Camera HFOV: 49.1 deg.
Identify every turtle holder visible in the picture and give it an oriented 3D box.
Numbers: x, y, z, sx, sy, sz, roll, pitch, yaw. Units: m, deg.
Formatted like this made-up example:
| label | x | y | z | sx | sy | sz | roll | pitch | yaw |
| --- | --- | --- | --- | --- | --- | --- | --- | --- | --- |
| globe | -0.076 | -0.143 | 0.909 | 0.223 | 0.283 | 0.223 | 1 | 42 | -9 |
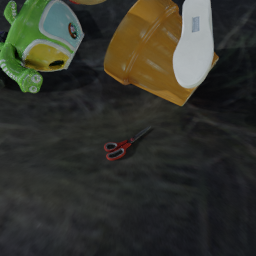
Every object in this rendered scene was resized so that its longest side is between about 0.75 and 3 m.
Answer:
| label | x | y | z | sx | sy | sz | roll | pitch | yaw |
| --- | --- | --- | --- | --- | --- | --- | --- | --- | --- |
| turtle holder | -2.241 | -2.341 | 7.315 | 1.834 | 1.962 | 2.582 | 28 | 32 | -18 |

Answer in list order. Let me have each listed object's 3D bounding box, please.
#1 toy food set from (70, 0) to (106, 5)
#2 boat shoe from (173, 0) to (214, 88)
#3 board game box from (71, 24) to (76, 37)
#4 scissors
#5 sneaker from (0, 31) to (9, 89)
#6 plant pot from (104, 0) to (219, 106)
| label | x | y | z | sx | sy | sz | roll | pitch | yaw |
| --- | --- | --- | --- | --- | --- | --- | --- | --- | --- |
| toy food set | -1.161 | -4.220 | 7.218 | 2.160 | 2.138 | 0.525 | 3 | 49 | 2 |
| boat shoe | 1.237 | -1.524 | 5.158 | 0.694 | 0.660 | 1.927 | -6 | 66 | 23 |
| board game box | -3.049 | -4.391 | 11.833 | 1.485 | 0.321 | 2.207 | -18 | 55 | -12 |
| scissors | 0.082 | 0.454 | 8.364 | 1.697 | 0.118 | 0.621 | -21 | 54 | -17 |
| sneaker | -4.467 | -2.656 | 10.103 | 1.291 | 1.116 | 2.948 | -16 | 55 | -19 |
| plant pot | 1.189 | -2.216 | 8.843 | 2.703 | 2.953 | 2.953 | 37 | 60 | 7 |
